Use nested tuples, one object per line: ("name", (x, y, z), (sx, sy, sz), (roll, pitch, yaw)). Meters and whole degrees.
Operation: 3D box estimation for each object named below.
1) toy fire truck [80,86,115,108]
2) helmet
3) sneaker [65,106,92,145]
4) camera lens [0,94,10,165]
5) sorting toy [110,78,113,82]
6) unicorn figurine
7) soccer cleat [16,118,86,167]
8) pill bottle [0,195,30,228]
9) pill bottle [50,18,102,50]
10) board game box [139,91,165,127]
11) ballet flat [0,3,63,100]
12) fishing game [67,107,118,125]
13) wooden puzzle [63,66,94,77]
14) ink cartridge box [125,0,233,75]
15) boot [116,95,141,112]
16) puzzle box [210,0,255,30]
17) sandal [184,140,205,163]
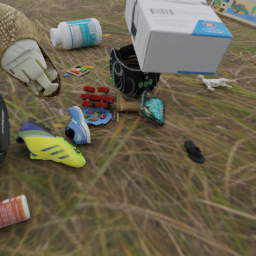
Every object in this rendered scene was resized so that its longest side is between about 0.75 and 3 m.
("toy fire truck", (-1.020, -0.997, 9.637), (1.191, 0.668, 1.000), (6, -4, 11))
("helmet", (0.248, -2.113, 10.267), (2.001, 1.908, 2.001), (1, 62, -2))
("sneaker", (-1.601, -0.093, 8.385), (0.679, 0.598, 1.522), (-16, 46, -15))
("camera lens", (-4.512, 0.030, 6.747), (2.870, 2.295, 2.295), (-8, 35, -11))
("sorting toy", (-0.104, -2.210, 11.892), (0.889, 0.215, 1.578), (25, 41, 32))
("unicorn figurine", (3.424, -1.821, 11.134), (1.485, 0.548, 1.020), (9, 23, -12))
("soccer cleat", (-2.104, 0.575, 7.567), (2.296, 0.742, 0.960), (29, 77, 26))
("pill bottle", (-2.556, 1.763, 5.797), (0.915, 0.513, 0.513), (-13, 36, -20))
("pill bottle", (-2.766, -4.970, 14.881), (2.519, 1.395, 1.395), (-16, 37, -23))
("board game box", (0.819, -0.671, 9.285), (0.891, 0.186, 1.318), (30, 33, -13))
("ballet flat", (-1.734, -1.160, 5.026), (0.972, 2.756, 0.900), (-42, 82, -2))
("fishing game", (-1.125, -0.454, 9.276), (1.673, 0.260, 1.198), (3, 31, 1))
("wooden puzzle", (-2.196, -2.563, 12.466), (0.914, 0.158, 1.355), (16, 38, 22))
("ink cartridge box", (1.034, -2.467, 6.726), (1.827, 1.054, 2.519), (-1, 48, -13))
("boot", (0.148, -0.828, 9.781), (1.111, 0.367, 0.973), (2, 36, -4))
("puzzle box", (3.282, -3.336, 7.356), (1.927, 1.282, 0.245), (30, 5, 21))
("sandal", (1.812, 0.605, 7.749), (0.362, 0.231, 0.964), (-8, 35, -12))
